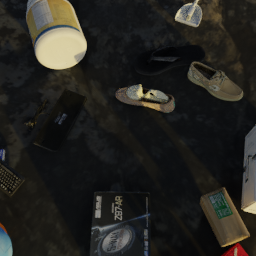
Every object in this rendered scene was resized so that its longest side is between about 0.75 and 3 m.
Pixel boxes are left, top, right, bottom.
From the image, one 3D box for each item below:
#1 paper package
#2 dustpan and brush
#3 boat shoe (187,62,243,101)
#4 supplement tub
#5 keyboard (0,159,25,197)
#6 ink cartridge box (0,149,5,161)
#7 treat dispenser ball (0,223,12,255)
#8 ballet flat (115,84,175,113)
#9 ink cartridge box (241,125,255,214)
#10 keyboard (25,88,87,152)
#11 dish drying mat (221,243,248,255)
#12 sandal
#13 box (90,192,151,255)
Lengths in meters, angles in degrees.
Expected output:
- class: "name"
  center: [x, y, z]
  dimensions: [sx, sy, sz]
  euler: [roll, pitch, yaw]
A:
- class: "paper package"
  center: [2.668, 2.531, 7.874]
  dimensions: [0.724, 1.333, 1.399]
  euler: [-23, 63, 2]
- class: "dustpan and brush"
  center: [2.909, -5.358, 12.568]
  dimensions: [1.113, 0.456, 1.594]
  euler: [23, 65, 12]
- class: "boat shoe"
  center: [3.300, -1.777, 10.522]
  dimensions: [2.239, 0.727, 0.808]
  euler: [33, 67, 16]
- class: "supplement tub"
  center: [-2.859, -3.870, 10.948]
  dimensions: [1.933, 1.933, 2.672]
  euler: [-17, 64, -9]
- class: "keyboard"
  center: [-4.225, 1.524, 8.919]
  dimensions: [1.661, 0.213, 0.997]
  euler: [35, 75, 8]
- class: "ink cartridge box"
  center: [-4.344, 1.126, 9.301]
  dimensions: [0.384, 0.181, 0.818]
  euler: [-6, 62, -4]
- class: "treat dispenser ball"
  center: [-4.096, 3.275, 7.079]
  dimensions: [2.152, 2.152, 2.152]
  euler: [0, 62, 0]
- class: "ballet flat"
  center: [0.630, -1.195, 10.199]
  dimensions: [2.265, 0.762, 0.771]
  euler: [13, 63, 7]
- class: "ink cartridge box"
  center: [4.679, 1.382, 8.645]
  dimensions: [1.897, 1.096, 2.599]
  euler: [11, 63, 6]
- class: "keyboard"
  center: [-2.642, -0.392, 10.074]
  dimensions: [1.580, 0.256, 2.486]
  euler: [22, 63, 4]
- class: "dish drying mat"
  center: [3.478, 4.468, 7.508]
  dimensions: [0.962, 0.228, 2.504]
  euler: [-30, 66, -16]
- class: "sandal"
  center: [1.644, -2.897, 11.167]
  dimensions: [2.947, 0.631, 1.121]
  euler: [-15, 63, -8]
- class: "box"
  center: [-0.199, 2.963, 8.172]
  dimensions: [1.704, 0.463, 2.128]
  euler: [1, 62, 1]
